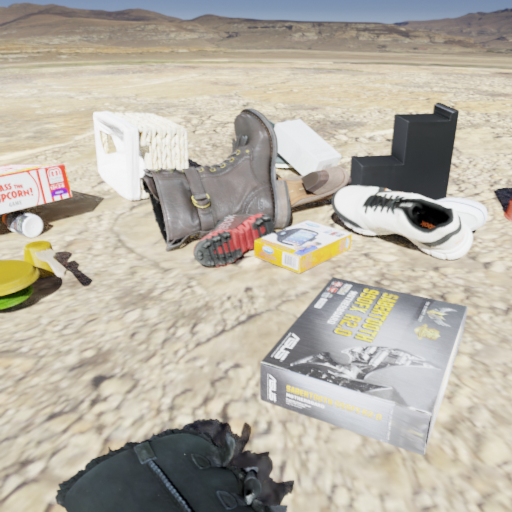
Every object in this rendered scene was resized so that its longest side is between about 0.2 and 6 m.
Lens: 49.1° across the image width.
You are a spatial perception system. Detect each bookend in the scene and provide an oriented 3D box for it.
[{"bbox_3d":[3.110,-2.172,12.552,2.266,2.252,1.044,-4,26,-6],"label":"bookend"}]

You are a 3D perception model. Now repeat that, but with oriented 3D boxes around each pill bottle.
[{"bbox_3d":[-4.795,-0.683,11.410,0.882,0.468,0.468,17,29,33],"label":"pill bottle"}]

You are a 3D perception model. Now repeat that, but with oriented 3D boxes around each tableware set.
[{"bbox_3d":[-5.113,0.526,8.755,4.017,0.616,2.706,-15,26,-27],"label":"tableware set"}]

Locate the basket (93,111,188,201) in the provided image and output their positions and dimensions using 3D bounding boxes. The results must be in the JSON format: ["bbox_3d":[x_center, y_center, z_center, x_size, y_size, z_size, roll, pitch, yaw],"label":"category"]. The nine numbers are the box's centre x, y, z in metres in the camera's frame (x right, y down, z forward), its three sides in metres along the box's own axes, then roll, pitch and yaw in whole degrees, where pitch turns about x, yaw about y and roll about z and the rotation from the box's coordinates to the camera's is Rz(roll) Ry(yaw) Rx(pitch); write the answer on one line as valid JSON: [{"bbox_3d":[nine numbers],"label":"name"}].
[{"bbox_3d":[-2.912,-2.630,14.137,1.623,1.784,2.631,-12,27,-29],"label":"basket"}]

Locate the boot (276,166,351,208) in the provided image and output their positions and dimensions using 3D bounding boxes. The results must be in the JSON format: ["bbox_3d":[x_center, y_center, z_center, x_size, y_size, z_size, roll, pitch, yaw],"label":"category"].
[{"bbox_3d":[1.064,-1.422,12.656,2.167,0.761,1.585,-17,-7,31],"label":"boot"}]

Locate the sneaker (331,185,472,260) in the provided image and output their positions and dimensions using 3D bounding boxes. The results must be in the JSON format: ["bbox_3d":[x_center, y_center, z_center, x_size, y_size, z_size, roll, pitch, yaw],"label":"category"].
[{"bbox_3d":[2.628,-0.871,10.516,2.824,1.041,1.130,20,-13,34],"label":"sneaker"}]

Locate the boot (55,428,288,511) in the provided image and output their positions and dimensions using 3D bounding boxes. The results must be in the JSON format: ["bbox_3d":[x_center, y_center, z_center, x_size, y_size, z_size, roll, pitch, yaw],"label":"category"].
[{"bbox_3d":[-0.921,2.382,4.053,2.735,1.012,2.241,-7,27,-31],"label":"boot"}]

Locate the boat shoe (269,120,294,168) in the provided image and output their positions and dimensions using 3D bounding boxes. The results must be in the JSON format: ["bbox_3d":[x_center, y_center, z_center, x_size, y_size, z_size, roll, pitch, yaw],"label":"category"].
[{"bbox_3d":[0.557,-3.365,16.658,1.128,0.957,3.098,-4,26,-19],"label":"boat shoe"}]

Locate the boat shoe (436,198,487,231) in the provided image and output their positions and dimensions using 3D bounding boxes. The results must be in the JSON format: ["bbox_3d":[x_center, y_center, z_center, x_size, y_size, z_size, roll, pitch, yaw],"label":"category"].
[{"bbox_3d":[3.412,-0.647,11.172,2.191,0.806,0.732,-1,32,28],"label":"boat shoe"}]

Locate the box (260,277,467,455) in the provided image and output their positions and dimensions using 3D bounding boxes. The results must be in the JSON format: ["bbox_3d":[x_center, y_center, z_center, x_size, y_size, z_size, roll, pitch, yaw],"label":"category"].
[{"bbox_3d":[1.450,1.202,7.110,1.971,0.602,2.489,12,28,25],"label":"box"}]

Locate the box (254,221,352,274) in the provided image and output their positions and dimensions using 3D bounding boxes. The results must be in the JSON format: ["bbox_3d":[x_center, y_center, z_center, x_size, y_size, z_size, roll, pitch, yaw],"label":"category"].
[{"bbox_3d":[0.961,-0.238,10.545,1.086,0.378,1.824,20,31,37],"label":"box"}]

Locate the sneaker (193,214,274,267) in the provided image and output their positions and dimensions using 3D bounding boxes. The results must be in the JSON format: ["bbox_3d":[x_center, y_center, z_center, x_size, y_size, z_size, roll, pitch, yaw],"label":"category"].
[{"bbox_3d":[-0.542,-0.311,10.397,0.906,0.656,1.856,11,29,43],"label":"sneaker"}]

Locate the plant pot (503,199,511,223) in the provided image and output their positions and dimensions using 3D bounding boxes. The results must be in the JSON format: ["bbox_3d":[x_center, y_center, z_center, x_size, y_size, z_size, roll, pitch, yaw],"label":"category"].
[{"bbox_3d":[6.138,-1.408,11.958,1.377,1.339,1.377,0,25,0],"label":"plant pot"}]

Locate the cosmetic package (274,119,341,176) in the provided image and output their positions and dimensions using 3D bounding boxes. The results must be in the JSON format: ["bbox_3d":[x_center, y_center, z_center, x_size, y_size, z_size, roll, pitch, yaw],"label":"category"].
[{"bbox_3d":[1.296,-2.878,15.122,1.000,0.719,1.773,-19,56,-39],"label":"cosmetic package"}]

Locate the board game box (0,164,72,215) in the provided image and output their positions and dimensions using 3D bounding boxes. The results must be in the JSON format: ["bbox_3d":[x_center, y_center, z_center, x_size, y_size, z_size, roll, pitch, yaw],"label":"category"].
[{"bbox_3d":[-5.796,-1.363,11.912,2.436,0.745,3.216,-22,21,-40],"label":"board game box"}]

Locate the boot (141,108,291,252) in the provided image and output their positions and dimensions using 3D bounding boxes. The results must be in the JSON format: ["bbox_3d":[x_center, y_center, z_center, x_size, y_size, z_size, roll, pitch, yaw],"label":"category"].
[{"bbox_3d":[-0.922,-1.702,11.480,2.828,1.125,3.249,-6,63,-19],"label":"boot"}]
